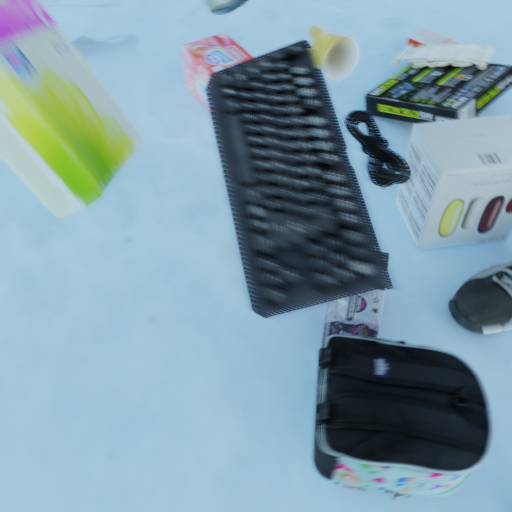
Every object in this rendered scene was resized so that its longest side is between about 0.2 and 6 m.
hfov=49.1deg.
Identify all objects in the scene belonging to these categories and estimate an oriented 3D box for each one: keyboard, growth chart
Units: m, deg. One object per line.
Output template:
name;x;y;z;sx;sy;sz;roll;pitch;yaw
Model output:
keyboard;0.561;-0.996;5.841;1.859;0.397;3.096;-15;65;4
growth chart;4.524;-4.862;13.621;2.397;0.213;1.735;14;42;33

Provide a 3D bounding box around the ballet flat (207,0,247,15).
ballet flat;-0.319;-5.075;10.065;2.484;0.922;0.922;-9;32;49

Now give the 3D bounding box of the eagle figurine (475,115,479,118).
eagle figurine;5.040;-3.336;12.975;0.504;0.502;0.665;33;30;-21

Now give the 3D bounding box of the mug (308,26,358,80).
mug;1.352;-3.776;10.184;0.733;0.915;0.751;-22;42;-14

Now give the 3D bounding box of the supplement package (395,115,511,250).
supplement package;3.756;-1.310;10.194;1.831;1.914;1.408;-7;49;-5

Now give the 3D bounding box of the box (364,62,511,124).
box;4.198;-3.813;12.934;2.403;0.591;2.488;22;50;41

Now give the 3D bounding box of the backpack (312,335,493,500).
backpack;1.856;2.127;7.329;2.176;1.638;1.931;3;48;7

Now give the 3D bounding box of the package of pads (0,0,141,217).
package of pads;-3.249;-2.385;8.456;1.067;3.128;2.417;-28;23;20

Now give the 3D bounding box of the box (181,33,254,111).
box;-0.666;-4.083;13.147;1.242;1.146;2.421;-25;53;-20

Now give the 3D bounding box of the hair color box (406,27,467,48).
hair color box;4.833;-5.423;14.782;0.855;0.493;1.541;-34;55;-27

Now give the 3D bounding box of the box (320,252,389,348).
box;1.610;0.715;9.020;0.857;0.987;1.494;10;49;9

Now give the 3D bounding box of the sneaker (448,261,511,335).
sneaker;4.535;0.066;9.087;3.019;1.743;1.133;-21;52;-18
